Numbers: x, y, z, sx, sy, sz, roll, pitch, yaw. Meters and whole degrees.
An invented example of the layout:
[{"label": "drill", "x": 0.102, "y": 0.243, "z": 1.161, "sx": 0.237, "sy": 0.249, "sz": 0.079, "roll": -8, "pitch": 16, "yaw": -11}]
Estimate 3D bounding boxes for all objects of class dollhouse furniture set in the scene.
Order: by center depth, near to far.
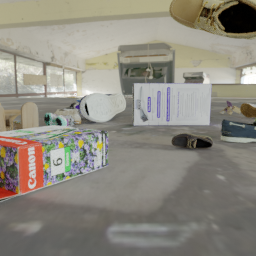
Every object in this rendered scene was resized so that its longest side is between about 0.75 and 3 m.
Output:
[{"label": "dollhouse furniture set", "x": -3.880, "y": -0.545, "z": 6.949, "sx": 2.287, "sy": 1.620, "sz": 2.489, "roll": 8, "pitch": 11, "yaw": 44}, {"label": "dollhouse furniture set", "x": 5.128, "y": -0.724, "z": 14.027, "sx": 0.978, "sy": 0.775, "sz": 0.694, "roll": 20, "pitch": -43, "yaw": -23}]

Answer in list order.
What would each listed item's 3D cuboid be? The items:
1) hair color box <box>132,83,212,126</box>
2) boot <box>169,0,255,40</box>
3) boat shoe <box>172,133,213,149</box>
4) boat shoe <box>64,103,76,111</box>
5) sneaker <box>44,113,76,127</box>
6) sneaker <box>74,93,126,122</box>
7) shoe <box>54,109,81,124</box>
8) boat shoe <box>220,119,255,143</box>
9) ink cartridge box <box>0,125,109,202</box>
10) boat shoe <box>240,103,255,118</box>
[{"label": "hair color box", "x": 1.461, "y": -0.832, "z": 9.711, "sx": 2.625, "sy": 1.435, "sz": 0.851, "roll": 0, "pitch": 9, "yaw": -3}, {"label": "boot", "x": 2.101, "y": -2.758, "z": 6.824, "sx": 2.588, "sy": 0.942, "sz": 2.011, "roll": 23, "pitch": 24, "yaw": 12}, {"label": "boat shoe", "x": 1.335, "y": 0.277, "z": 5.778, "sx": 0.854, "sy": 0.318, "sz": 0.313, "roll": -1, "pitch": 8, "yaw": 4}, {"label": "boat shoe", "x": -2.995, "y": -1.189, "z": 15.807, "sx": 0.522, "sy": 0.495, "sz": 1.493, "roll": 7, "pitch": 11, "yaw": 43}, {"label": "sneaker", "x": -2.177, "y": -0.240, "z": 9.274, "sx": 1.182, "sy": 0.459, "sz": 0.827, "roll": 20, "pitch": 17, "yaw": 41}, {"label": "sneaker", "x": -1.563, "y": -0.770, "z": 11.200, "sx": 2.059, "sy": 1.133, "sz": 2.813, "roll": -6, "pitch": 8, "yaw": 30}, {"label": "shoe", "x": -2.317, "y": -0.494, "z": 10.609, "sx": 0.685, "sy": 0.523, "sz": 1.960, "roll": -6, "pitch": 10, "yaw": -37}, {"label": "boat shoe", "x": 3.098, "y": 0.033, "z": 6.616, "sx": 1.815, "sy": 0.561, "sz": 0.679, "roll": 0, "pitch": 8, "yaw": 4}, {"label": "ink cartridge box", "x": -1.498, "y": 0.389, "z": 3.782, "sx": 1.309, "sy": 0.605, "sz": 2.403, "roll": 5, "pitch": 8, "yaw": 34}, {"label": "boat shoe", "x": 5.581, "y": -0.702, "z": 12.122, "sx": 0.578, "sy": 0.591, "sz": 1.669, "roll": -2, "pitch": 17, "yaw": -18}]
